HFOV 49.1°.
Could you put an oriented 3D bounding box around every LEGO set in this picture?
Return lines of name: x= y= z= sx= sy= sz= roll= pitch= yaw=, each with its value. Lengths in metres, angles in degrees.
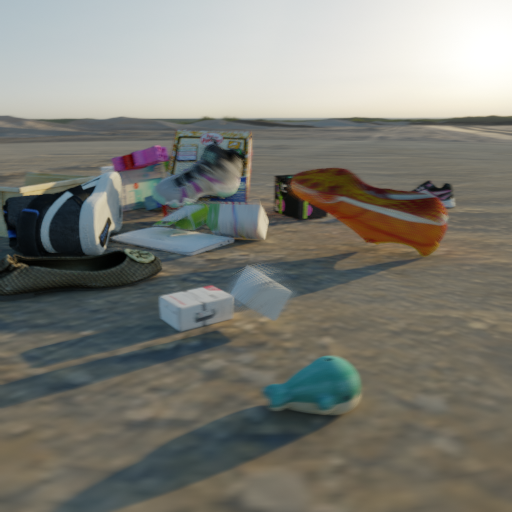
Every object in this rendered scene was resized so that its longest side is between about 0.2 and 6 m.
LEGO set: x=-1.483 y=-2.122 z=14.739 sx=1.690 sy=1.571 sz=4.119 roll=-9 pitch=6 yaw=38

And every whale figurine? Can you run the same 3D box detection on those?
whale figurine: x=0.477 y=1.097 z=4.786 sx=0.829 sy=0.430 sz=0.660 roll=-3 pitch=15 yaw=-13

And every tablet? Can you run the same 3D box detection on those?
tablet: x=-1.623 y=-0.328 z=10.867 sx=2.095 sy=0.143 sz=1.363 roll=10 pitch=18 yaw=33

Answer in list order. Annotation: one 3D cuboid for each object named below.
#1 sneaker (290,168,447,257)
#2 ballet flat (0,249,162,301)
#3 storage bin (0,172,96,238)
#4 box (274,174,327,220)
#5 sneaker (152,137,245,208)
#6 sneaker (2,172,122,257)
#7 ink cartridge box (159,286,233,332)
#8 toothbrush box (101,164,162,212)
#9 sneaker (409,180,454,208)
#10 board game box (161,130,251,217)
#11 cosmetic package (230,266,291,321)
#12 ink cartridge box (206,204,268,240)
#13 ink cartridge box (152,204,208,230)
sneaker: x=1.877 y=-0.775 z=10.137 sx=3.007 sy=1.160 sz=1.097 roll=26 pitch=46 yaw=28
ballet flat: x=-2.576 y=0.161 z=8.082 sx=2.510 sy=0.582 sz=0.846 roll=-7 pitch=16 yaw=-25
storage bin: x=-5.126 y=-1.184 z=12.331 sx=2.237 sy=1.056 sz=2.253 roll=7 pitch=16 yaw=22
box: x=1.065 y=-1.452 z=13.553 sx=0.794 sy=0.949 sz=1.277 roll=-7 pitch=16 yaw=-27
sneaker: x=-1.175 y=-1.872 z=11.881 sx=2.115 sy=1.480 sz=0.822 roll=-20 pitch=59 yaw=-35
sneaker: x=-3.728 y=-0.903 z=10.811 sx=1.946 sy=1.271 sz=3.478 roll=-1 pitch=15 yaw=-5
ink cartridge box: x=-0.730 y=0.630 z=6.823 sx=0.747 sy=0.317 sz=0.544 roll=-8 pitch=17 yaw=-33
toothbrush box: x=-3.211 y=-1.808 z=14.598 sx=0.651 sy=1.117 sz=1.526 roll=11 pitch=17 yaw=38
sneaker: x=4.396 y=-1.648 z=14.804 sx=1.643 sy=0.709 sz=0.660 roll=-1 pitch=13 yaw=-3
board game box: x=-1.144 y=-2.040 z=13.681 sx=1.977 sy=0.604 sz=2.609 roll=2 pitch=50 yaw=1
cosmetic package: x=0.051 y=0.435 z=6.552 sx=0.497 sy=0.410 sz=0.410 roll=31 pitch=-1 yaw=-30
ink cartridge box: x=-0.357 y=-0.656 z=10.869 sx=1.032 sy=0.433 sz=0.747 roll=3 pitch=-20 yaw=14
ink cartridge box: x=-1.473 y=-0.677 z=11.132 sx=0.947 sy=0.359 sz=0.700 roll=-35 pitch=24 yaw=-32
